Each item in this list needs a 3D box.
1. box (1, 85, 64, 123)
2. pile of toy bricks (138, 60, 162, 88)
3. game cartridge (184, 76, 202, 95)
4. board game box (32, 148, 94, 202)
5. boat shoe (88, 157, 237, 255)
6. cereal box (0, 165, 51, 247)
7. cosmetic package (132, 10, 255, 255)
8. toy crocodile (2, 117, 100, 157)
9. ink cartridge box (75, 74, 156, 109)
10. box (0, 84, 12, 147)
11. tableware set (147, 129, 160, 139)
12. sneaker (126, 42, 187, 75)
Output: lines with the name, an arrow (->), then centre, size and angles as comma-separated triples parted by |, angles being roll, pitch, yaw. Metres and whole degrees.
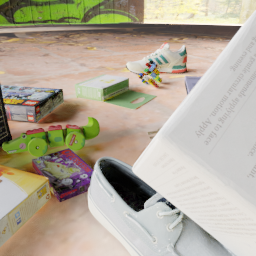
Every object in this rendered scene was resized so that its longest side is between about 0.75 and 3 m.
box -> -3.609, -0.829, 8.689 | 2.670, 0.532, 1.828 | 5, 25, 11
pile of toy bricks -> 1.045, -2.103, 11.375 | 0.854, 0.959, 1.729 | 35, 6, -16
game cartridge -> 2.955, -1.436, 10.180 | 1.666, 0.493, 2.570 | -1, 24, 8
board game box -> -1.219, 0.848, 5.437 | 0.852, 0.229, 1.420 | -12, 27, -34
boat shoe -> 0.395, 1.195, 3.660 | 2.683, 0.955, 0.936 | 27, 34, 38
cereal box -> -2.577, 1.339, 3.960 | 1.791, 0.492, 2.489 | 10, 26, 21
cosmetic package -> 1.290, 0.294, 2.741 | 1.872, 1.545, 1.543 | 39, 72, 6
toy crocodile -> -1.630, 0.195, 6.120 | 2.092, 0.646, 0.706 | -9, 9, -19
ink cartridge box -> -0.398, -1.328, 9.814 | 2.377, 0.570, 1.730 | 12, 27, 29
box -> -3.815, -0.400, 5.609 | 1.429, 2.299, 2.318 | 8, 25, 17
tableware set -> 1.154, 0.338, 5.946 | 1.448, 0.222, 0.975 | -7, 61, -34
sneaker -> 1.359, -3.278, 13.037 | 2.958, 1.383, 1.041 | -2, 25, -6
